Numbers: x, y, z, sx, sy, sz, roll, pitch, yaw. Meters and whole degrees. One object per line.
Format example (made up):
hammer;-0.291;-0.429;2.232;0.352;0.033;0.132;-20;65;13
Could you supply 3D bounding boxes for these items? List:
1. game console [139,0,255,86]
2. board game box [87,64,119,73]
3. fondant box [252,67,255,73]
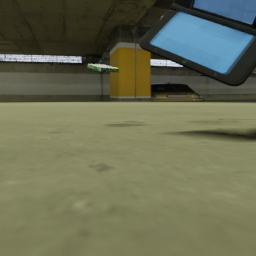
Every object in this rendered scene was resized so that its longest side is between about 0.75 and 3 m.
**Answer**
game console;1.907;-2.639;6.197;2.749;2.418;1.600;31;38;27
board game box;-0.811;-1.933;9.046;0.651;0.141;0.968;-7;21;-33
fondant box;3.645;-2.666;7.039;0.678;2.328;1.680;18;32;10
